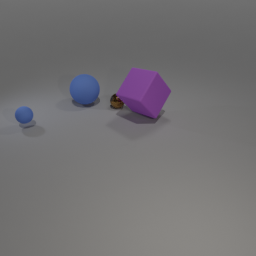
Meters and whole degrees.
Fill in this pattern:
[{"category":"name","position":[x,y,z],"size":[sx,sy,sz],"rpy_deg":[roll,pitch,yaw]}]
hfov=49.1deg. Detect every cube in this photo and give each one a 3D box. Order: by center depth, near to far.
[{"category":"cube","position":[0.661,-1.453,11.561],"size":[1.400,1.400,1.400],"rpy_deg":[21,76,41]}]

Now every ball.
[{"category":"ball","position":[-4.167,-0.522,11.239],"size":[0.700,0.700,0.700],"rpy_deg":[0,29,0]},{"category":"ball","position":[-0.486,-1.262,12.981],"size":[0.700,0.700,0.700],"rpy_deg":[0,29,0]},{"category":"ball","position":[-2.023,-1.814,13.121],"size":[1.400,1.400,1.400],"rpy_deg":[0,29,0]}]
